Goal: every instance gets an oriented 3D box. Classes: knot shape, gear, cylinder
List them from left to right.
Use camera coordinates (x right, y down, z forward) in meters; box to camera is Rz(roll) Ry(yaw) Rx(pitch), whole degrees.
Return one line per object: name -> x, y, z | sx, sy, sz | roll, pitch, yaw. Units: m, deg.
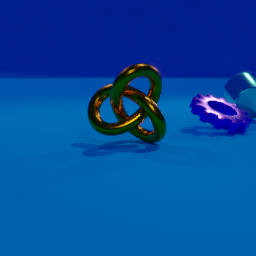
knot shape -> 0.094, -0.494, 5.217 | 1.582, 1.481, 0.731 | 22, 22, 0
gear -> 2.227, -0.376, 6.777 | 1.443, 0.267, 1.443 | 13, 29, -8
cylinder -> 3.527, -0.965, 8.343 | 1.054, 1.054, 1.054 | 0, 33, -1
